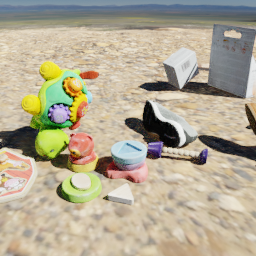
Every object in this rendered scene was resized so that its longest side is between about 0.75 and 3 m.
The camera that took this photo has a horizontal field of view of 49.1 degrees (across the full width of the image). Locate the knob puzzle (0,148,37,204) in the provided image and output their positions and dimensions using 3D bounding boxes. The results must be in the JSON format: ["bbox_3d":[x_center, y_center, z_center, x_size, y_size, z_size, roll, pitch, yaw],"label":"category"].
[{"bbox_3d":[-3.267,1.158,6.930,2.418,0.335,2.418,0,26,0],"label":"knob puzzle"}]

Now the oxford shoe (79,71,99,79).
[{"bbox_3d":[-2.159,-2.857,14.935,1.252,0.446,0.454,-4,21,-9],"label":"oxford shoe"}]

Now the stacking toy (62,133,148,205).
[{"bbox_3d":[-0.611,0.852,6.877,2.198,0.928,1.990,2,26,6],"label":"stacking toy"}]

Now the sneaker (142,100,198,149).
[{"bbox_3d":[1.246,-0.152,9.099,0.999,0.931,2.520,-3,31,-28],"label":"sneaker"}]

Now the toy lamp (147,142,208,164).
[{"bbox_3d":[1.354,0.678,7.787,1.637,0.477,0.477,9,28,13],"label":"toy lamp"}]

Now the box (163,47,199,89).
[{"bbox_3d":[2.474,-2.782,13.021,1.300,1.307,0.854,-39,45,-11],"label":"box"}]

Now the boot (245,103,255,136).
[{"bbox_3d":[4.519,-0.128,7.554,1.860,0.919,2.395,-30,51,5],"label":"boot"}]

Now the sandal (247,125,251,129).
[{"bbox_3d":[4.469,-0.118,9.676,0.793,0.179,0.298,-11,28,-21],"label":"sandal"}]

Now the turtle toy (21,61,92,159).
[{"bbox_3d":[-1.929,-0.469,7.959,1.344,2.659,1.938,24,-6,15],"label":"turtle toy"}]

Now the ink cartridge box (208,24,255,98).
[{"bbox_3d":[4.711,-3.052,12.504,0.729,2.909,2.360,-15,30,-27],"label":"ink cartridge box"}]
